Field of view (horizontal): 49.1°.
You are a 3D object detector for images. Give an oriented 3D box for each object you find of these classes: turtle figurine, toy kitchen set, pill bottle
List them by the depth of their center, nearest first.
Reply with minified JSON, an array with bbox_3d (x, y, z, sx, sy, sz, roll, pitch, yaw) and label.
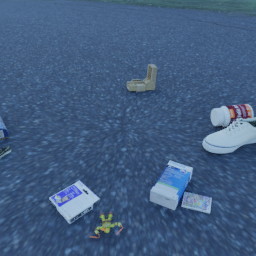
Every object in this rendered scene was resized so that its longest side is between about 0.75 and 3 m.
[{"bbox_3d":[-0.564,2.370,6.919,0.833,0.268,0.672,-17,25,0],"label":"turtle figurine"},{"bbox_3d":[4.018,-0.478,10.879,1.418,0.809,0.809,-6,33,-10],"label":"pill bottle"},{"bbox_3d":[0.582,-2.557,13.770,1.314,1.186,1.072,-6,32,-16],"label":"toy kitchen set"}]

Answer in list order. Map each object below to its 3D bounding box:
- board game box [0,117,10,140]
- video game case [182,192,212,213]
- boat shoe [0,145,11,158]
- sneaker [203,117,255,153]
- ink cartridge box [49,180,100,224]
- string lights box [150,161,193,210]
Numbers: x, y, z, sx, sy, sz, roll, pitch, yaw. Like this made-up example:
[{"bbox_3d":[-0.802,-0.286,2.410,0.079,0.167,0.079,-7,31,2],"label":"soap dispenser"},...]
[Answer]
[{"bbox_3d":[-5.882,-0.122,10.436,2.248,0.693,2.246,-20,38,-27],"label":"board game box"},{"bbox_3d":[1.883,2.030,7.665,0.752,0.068,0.538,10,34,15],"label":"video game case"},{"bbox_3d":[-4.298,0.827,9.369,0.278,0.251,0.787,20,38,28],"label":"boat shoe"},{"bbox_3d":[3.786,0.121,9.823,2.659,0.941,0.971,-15,36,-22],"label":"sneaker"},{"bbox_3d":[-1.439,1.975,7.601,1.006,0.218,0.996,-28,42,-33],"label":"ink cartridge box"},{"bbox_3d":[1.267,1.589,8.012,0.746,0.428,1.453,17,36,24],"label":"string lights box"}]
